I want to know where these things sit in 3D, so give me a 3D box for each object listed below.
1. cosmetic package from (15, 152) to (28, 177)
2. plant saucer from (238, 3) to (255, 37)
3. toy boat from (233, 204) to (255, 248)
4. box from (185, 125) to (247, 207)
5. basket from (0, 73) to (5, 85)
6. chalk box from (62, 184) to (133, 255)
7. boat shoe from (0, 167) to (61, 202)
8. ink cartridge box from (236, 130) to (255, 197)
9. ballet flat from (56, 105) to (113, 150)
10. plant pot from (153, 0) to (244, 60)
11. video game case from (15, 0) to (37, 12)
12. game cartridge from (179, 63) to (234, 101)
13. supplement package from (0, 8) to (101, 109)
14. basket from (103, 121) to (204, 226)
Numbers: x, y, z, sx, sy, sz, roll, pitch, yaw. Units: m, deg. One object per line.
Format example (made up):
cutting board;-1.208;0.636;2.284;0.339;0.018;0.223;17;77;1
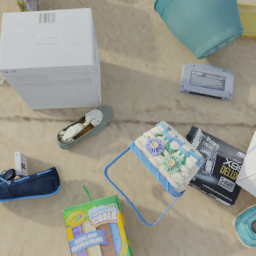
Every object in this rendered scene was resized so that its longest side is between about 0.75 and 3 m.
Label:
cosmetic package;-3.640;1.272;9.565;0.207;0.604;0.801;-10;71;-4
plant saucer;5.176;-4.383;11.666;1.594;0.386;1.594;7;71;3
toy boat;4.366;3.368;8.649;1.704;0.942;2.027;-24;72;-9
box;2.799;1.269;9.564;2.354;0.586;1.856;29;72;10
basket;-5.175;-2.353;10.781;0.777;0.707;1.146;7;72;3
chalk box;-0.891;2.979;8.410;1.647;1.655;2.661;-13;73;-5
boat shoe;-3.749;1.783;9.159;2.975;1.252;1.021;-4;89;-16
ink cartridge box;4.977;1.056;8.873;2.070;1.200;2.859;34;61;1
ballet flat;-1.507;-0.087;9.960;2.377;0.757;0.801;-37;75;-12
plant pot;2.830;-4.171;10.497;2.838;2.838;2.666;-29;88;-10
video game case;-4.115;-5.705;11.083;0.330;2.340;2.589;-6;71;-2
game cartridge;3.044;-1.811;10.783;1.973;0.410;1.314;12;67;4
supplement package;-2.403;-2.197;9.575;2.752;2.878;2.116;-3;71;-2
basket;0.775;1.246;8.494;2.332;1.840;2.645;44;99;20
